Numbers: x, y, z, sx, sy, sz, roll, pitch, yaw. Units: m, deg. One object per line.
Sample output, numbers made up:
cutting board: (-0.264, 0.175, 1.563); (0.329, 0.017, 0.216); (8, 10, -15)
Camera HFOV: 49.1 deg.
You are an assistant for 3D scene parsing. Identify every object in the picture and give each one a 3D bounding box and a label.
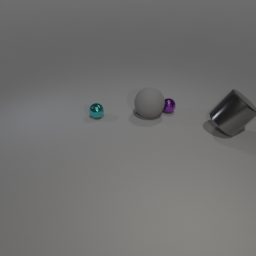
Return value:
cylinder: (4.324, -0.627, 11.501); (1.400, 1.400, 1.400); (30, 29, -19)
ball: (0.991, -1.174, 12.907); (1.400, 1.400, 1.400); (0, 31, 0)
ball: (1.937, -1.078, 13.430); (0.700, 0.700, 0.700); (0, 31, 0)
ball: (-1.453, -0.804, 12.939); (0.700, 0.700, 0.700); (0, 31, 0)
